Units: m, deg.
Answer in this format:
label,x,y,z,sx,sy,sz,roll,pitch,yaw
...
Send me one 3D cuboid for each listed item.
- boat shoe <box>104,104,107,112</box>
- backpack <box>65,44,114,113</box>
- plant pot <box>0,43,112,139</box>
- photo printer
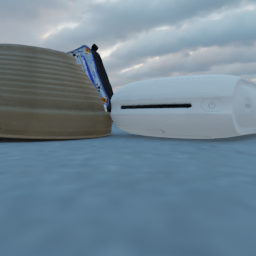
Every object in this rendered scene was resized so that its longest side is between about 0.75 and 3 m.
label,x,y,z,sx,sy,sz,roll,pitch,yaw
boat shoe,-0.858,-0.360,9.765,0.502,0.458,1.395,-12,-18,-10
backpack,-2.169,-1.409,10.317,2.798,2.938,2.263,-19,-5,18
plant pot,-1.525,-0.593,4.472,2.647,1.222,2.647,6,5,-1
photo printer,1.057,-0.302,4.391,1.987,0.830,2.389,2,3,39
